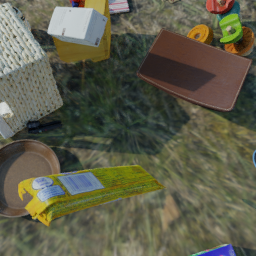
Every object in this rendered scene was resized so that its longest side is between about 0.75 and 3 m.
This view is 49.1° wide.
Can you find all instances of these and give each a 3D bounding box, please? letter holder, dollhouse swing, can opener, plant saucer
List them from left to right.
[{"bbox_3d":[-2.645,1.244,7.008,1.967,0.360,1.967,0,64,0],"label":"plant saucer"},{"bbox_3d":[-2.290,-0.027,7.702,0.943,0.371,0.299,-7,55,-14],"label":"can opener"},{"bbox_3d":[-1.340,-3.002,8.421,1.511,1.718,1.562,0,63,2],"label":"dollhouse swing"},{"bbox_3d":[1.705,-1.272,7.776,2.612,1.313,1.856,24,67,12],"label":"letter holder"}]

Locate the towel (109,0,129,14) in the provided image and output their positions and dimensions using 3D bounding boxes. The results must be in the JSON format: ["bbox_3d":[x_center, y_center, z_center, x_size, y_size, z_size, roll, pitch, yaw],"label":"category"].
[{"bbox_3d":[-0.403,-4.514,10.079,0.757,0.155,1.035,-9,66,-5],"label":"towel"}]

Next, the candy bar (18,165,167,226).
[{"bbox_3d":[-0.316,0.897,4.391,0.738,2.958,0.328,40,111,30],"label":"candy bar"}]

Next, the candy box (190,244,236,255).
[{"bbox_3d":[1.749,3.204,5.923,1.301,0.501,1.100,-14,65,-8],"label":"candy box"}]

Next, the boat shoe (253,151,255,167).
[{"bbox_3d":[3.823,1.404,6.690,0.940,0.767,2.234,-30,67,-14],"label":"boat shoe"}]

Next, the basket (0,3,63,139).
[{"bbox_3d":[-3.178,-1.445,7.271,1.921,2.367,2.388,-30,67,-17],"label":"basket"}]

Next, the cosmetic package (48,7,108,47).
[{"bbox_3d":[-1.163,-2.296,6.310,1.353,0.501,0.688,20,94,39],"label":"cosmetic package"}]

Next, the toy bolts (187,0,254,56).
[{"bbox_3d":[3.053,-3.148,9.046,1.921,1.395,2.011,-9,67,41],"label":"toy bolts"}]

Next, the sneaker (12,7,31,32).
[{"bbox_3d":[-4.462,-3.145,8.828,2.560,1.122,0.968,-21,67,-8],"label":"sneaker"}]

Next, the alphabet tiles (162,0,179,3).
[{"bbox_3d":[1.692,-5.130,10.440,1.326,0.042,1.104,-26,66,-13],"label":"alphabet tiles"}]

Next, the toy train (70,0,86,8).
[{"bbox_3d":[-1.421,-4.112,9.585,1.074,0.786,1.856,0,62,-15],"label":"toy train"}]
